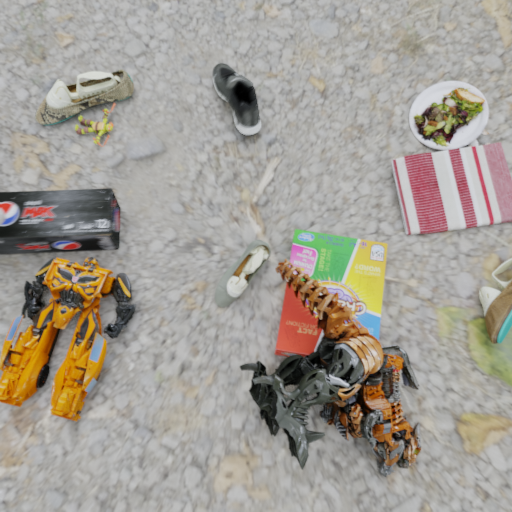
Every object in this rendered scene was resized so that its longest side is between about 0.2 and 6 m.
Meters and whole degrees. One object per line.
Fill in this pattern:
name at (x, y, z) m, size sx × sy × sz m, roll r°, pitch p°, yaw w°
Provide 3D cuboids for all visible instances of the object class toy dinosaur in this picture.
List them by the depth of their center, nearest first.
toy dinosaur at (1.291, 2.011, 9.528) m, size 2.680 × 2.017 × 3.949 m, roll -28°, pitch 76°, yaw -12°

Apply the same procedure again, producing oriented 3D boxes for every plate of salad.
plate of salad at (4.166, -3.091, 12.152) m, size 1.646 × 0.395 × 1.646 m, roll -4°, pitch 75°, yaw 17°

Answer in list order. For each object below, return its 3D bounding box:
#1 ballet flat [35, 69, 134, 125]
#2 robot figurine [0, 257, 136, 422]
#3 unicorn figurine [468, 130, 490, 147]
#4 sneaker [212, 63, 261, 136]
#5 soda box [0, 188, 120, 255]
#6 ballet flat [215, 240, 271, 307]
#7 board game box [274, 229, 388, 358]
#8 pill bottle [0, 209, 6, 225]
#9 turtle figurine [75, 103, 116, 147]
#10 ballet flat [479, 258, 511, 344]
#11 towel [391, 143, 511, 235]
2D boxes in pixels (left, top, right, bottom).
ballet flat at (-3.851, -3.608, 12.292) m, size 2.298 × 0.865 × 0.780 m, roll -20°, pitch 67°, yaw -7°
robot figurine at (-3.522, 1.361, 10.350) m, size 2.189 × 0.879 × 3.019 m, roll 12°, pitch 69°, yaw 3°
unicorn figurine at (4.740, -2.387, 12.119) m, size 0.633 × 0.341 × 0.922 m, roll -11°, pitch 69°, yaw 4°
sneaker at (-0.406, -3.617, 12.132) m, size 0.673 × 0.917 × 2.026 m, roll -19°, pitch 64°, yaw -13°
soda box at (-4.238, -0.660, 11.032) m, size 2.955 × 0.936 × 1.046 m, roll -2°, pitch 71°, yaw -4°
ballet flat at (-0.260, 0.346, 10.775) m, size 0.517 × 0.489 × 1.534 m, roll 38°, pitch 83°, yaw -23°
board game box at (1.466, 0.815, 10.769) m, size 1.881 × 0.496 × 2.458 m, roll 9°, pitch 69°, yaw 3°
pill bottle at (-4.793, -0.444, 9.628) m, size 0.551 × 0.551 × 0.974 m, roll 18°, pitch 50°, yaw 7°
turtle figurine at (-3.480, -2.871, 12.291) m, size 0.858 × 0.343 × 1.064 m, roll 8°, pitch 77°, yaw 11°
ballet flat at (4.857, 0.653, 10.764) m, size 0.844 × 0.792 × 2.334 m, roll 31°, pitch 70°, yaw 33°
towel at (4.140, -1.384, 11.697) m, size 2.415 × 0.275 × 1.740 m, roll -8°, pitch 76°, yaw -2°
